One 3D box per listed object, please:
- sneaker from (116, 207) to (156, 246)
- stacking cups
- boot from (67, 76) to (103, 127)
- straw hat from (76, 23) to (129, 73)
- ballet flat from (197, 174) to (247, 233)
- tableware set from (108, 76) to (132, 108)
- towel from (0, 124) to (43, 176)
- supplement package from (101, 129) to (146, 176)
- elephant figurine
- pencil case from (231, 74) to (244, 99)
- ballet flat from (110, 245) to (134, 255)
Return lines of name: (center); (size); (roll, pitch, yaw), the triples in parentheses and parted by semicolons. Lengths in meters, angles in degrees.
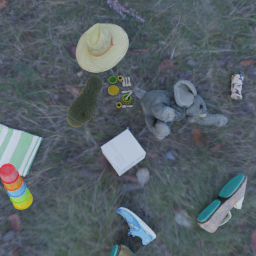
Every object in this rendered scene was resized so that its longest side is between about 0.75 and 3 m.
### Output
sneaker: (0.170, 3.288, 9.403); (1.589, 0.623, 0.714); (41, 79, 13)
stacking cups: (-3.157, 1.677, 7.859); (0.595, 1.965, 0.595); (3, 55, -4)
boot: (-1.308, -0.516, 7.960); (0.598, 1.807, 1.583); (32, 68, -10)
straw hat: (-0.935, -2.775, 8.839); (1.899, 0.804, 1.899); (-4, 70, 11)
ballet flat: (3.384, 2.626, 9.632); (2.377, 0.809, 0.799); (-42, 97, -8)
tableware set: (-0.323, -1.464, 11.192); (0.957, 0.218, 1.420); (-4, 72, -1)
towel: (-4.490, 0.768, 10.426); (2.183, 0.255, 1.665); (16, 73, 5)
supplement package: (-0.164, 0.888, 10.063); (1.161, 0.854, 1.110); (-34, 75, -11)
elephant figurine: (1.963, -0.786, 10.345); (2.665, 1.886, 2.068); (-23, 113, -15)
pencil case: (4.343, -1.630, 11.145); (0.464, 0.403, 1.037); (5, 70, 18)
ballet flat: (-0.562, 5.195, 8.669); (1.075, 1.008, 2.973); (30, 69, -4)
